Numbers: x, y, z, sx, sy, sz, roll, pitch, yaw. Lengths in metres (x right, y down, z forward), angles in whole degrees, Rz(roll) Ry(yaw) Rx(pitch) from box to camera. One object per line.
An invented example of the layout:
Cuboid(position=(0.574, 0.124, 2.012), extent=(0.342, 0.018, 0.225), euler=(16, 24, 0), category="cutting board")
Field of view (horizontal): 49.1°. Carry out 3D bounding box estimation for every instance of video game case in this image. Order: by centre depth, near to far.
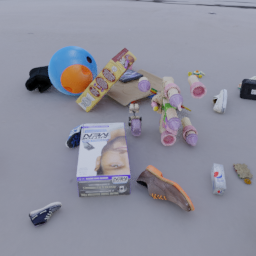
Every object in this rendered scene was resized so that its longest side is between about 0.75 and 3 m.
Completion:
Cuboid(position=(-0.149, -2.757, 14.432), extent=(1.167, 0.155, 1.633), euler=(-19, 34, -27), category="video game case")

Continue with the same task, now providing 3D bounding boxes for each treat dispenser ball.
Cuboid(position=(-2.603, -2.712, 13.345), extent=(2.303, 2.303, 2.303), euler=(0, 32, 0), category="treat dispenser ball")

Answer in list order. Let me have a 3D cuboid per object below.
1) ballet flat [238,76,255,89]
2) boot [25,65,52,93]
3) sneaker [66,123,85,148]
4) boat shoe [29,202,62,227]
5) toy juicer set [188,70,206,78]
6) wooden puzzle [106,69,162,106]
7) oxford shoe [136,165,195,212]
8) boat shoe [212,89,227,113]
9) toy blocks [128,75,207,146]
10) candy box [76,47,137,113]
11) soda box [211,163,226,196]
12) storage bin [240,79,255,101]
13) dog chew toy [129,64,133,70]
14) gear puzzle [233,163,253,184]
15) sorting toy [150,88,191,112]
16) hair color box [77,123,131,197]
Cuboid(position=(6.654, -2.319, 14.247), extent=(2.039, 0.652, 0.771), euler=(0, 29, 1), category="ballet flat")
Cuboid(position=(-3.912, -2.659, 14.422), extent=(2.569, 0.981, 2.159), euler=(-13, 31, -8), category="boot")
Cuboid(position=(-1.938, 0.324, 10.355), extent=(0.497, 0.489, 1.291), euler=(-11, 26, 30), category="sneaker")
Cuboid(position=(-2.116, 2.283, 7.347), extent=(0.870, 0.325, 0.403), euler=(-20, 46, -20), category="boat shoe")
Cuboid(position=(3.983, -3.081, 15.775), extent=(1.107, 0.301, 0.704), euler=(-19, 37, -28), category="toy juicer set")
Cuboid(position=(0.290, -1.937, 13.741), extent=(2.720, 0.630, 2.519), euler=(-25, 40, -27), category="wooden puzzle")
Cuboid(position=(1.012, 1.818, 7.857), extent=(0.709, 0.694, 1.946), euler=(-38, 40, -18), category="oxford shoe")
Cuboid(position=(4.114, -1.262, 12.670), extent=(0.604, 0.613, 1.730), euler=(12, 41, 13), category="boat shoe")
Cuboid(position=(1.333, -0.390, 9.675), extent=(2.533, 2.367, 2.132), euler=(0, 35, -2), category="toy blocks")
Cuboid(position=(-0.941, -2.027, 11.994), extent=(0.785, 2.779, 1.621), euler=(42, 37, -6), category="candy box")
Cuboid(position=(2.686, 1.513, 8.347), extent=(0.306, 0.329, 0.965), euler=(11, 40, 3), category="soda box")
Cuboid(position=(5.987, -1.799, 13.258), extent=(1.216, 0.822, 0.570), euler=(10, 34, 15), category="storage bin")
Cuboid(position=(-0.172, -3.570, 16.059), extent=(0.941, 0.941, 1.512), euler=(0, 39, 0), category="dog chew toy")
Cuboid(position=(3.655, 1.452, 8.813), extent=(0.465, 0.118, 0.898), euler=(0, 35, -4), category="gear puzzle")
Cuboid(position=(1.849, -1.134, 12.330), extent=(0.966, 0.339, 2.004), euler=(11, 22, -48), category="sorting toy")
Cuboid(position=(-0.770, 0.888, 8.970), extent=(1.521, 0.902, 2.783), euler=(-2, 34, -5), category="hair color box")
